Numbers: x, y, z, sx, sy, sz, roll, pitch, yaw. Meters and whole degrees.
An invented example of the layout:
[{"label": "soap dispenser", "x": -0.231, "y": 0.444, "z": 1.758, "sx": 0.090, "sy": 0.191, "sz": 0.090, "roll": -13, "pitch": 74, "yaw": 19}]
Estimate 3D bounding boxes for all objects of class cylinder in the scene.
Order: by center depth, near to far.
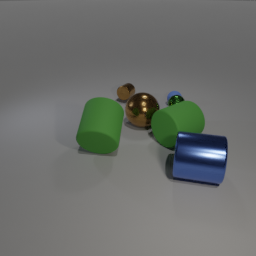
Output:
[{"label": "cylinder", "x": 2.095, "y": 0.851, "z": 8.251, "sx": 1.400, "sy": 1.400, "sz": 1.400, "roll": 7, "pitch": 29, "yaw": 12}, {"label": "cylinder", "x": -0.910, "y": -0.073, "z": 9.413, "sx": 1.400, "sy": 1.400, "sz": 1.400, "roll": 4, "pitch": 55, "yaw": 7}, {"label": "cylinder", "x": 1.799, "y": -0.155, "z": 10.136, "sx": 1.400, "sy": 1.400, "sz": 1.400, "roll": -21, "pitch": 34, "yaw": -33}, {"label": "cylinder", "x": -0.092, "y": -1.778, "z": 13.651, "sx": 0.700, "sy": 0.700, "sz": 0.700, "roll": 12, "pitch": 26, "yaw": 22}]

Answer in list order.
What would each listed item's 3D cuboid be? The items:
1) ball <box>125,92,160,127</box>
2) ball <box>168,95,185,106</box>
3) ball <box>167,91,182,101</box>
[{"label": "ball", "x": 0.576, "y": -0.724, "z": 11.210, "sx": 1.400, "sy": 1.400, "sz": 1.400, "roll": 0, "pitch": 28, "yaw": 0}, {"label": "ball", "x": 1.962, "y": -0.995, "z": 11.330, "sx": 0.700, "sy": 0.700, "sz": 0.700, "roll": 0, "pitch": 28, "yaw": 0}, {"label": "ball", "x": 2.202, "y": -1.406, "z": 13.251, "sx": 0.700, "sy": 0.700, "sz": 0.700, "roll": 0, "pitch": 28, "yaw": 0}]
